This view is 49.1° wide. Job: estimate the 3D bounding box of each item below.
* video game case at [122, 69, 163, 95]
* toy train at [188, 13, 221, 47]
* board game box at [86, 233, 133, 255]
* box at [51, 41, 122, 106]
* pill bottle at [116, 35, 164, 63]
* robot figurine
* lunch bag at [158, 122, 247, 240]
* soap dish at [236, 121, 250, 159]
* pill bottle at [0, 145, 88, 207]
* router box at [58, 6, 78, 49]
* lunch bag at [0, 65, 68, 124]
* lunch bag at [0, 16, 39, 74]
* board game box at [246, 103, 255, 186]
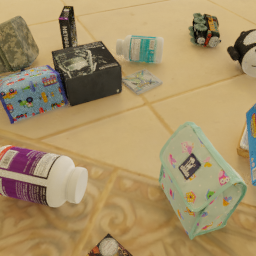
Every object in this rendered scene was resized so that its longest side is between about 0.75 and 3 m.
[{"bbox_3d":[0.585,-2.024,12.090,1.379,0.152,1.257,-27,51,-24],"label":"video game case"},{"bbox_3d":[4.045,-5.133,14.636,1.496,1.119,2.625,10,45,-3],"label":"toy train"},{"bbox_3d":[-0.711,3.784,6.040,1.698,0.434,2.507,33,54,28],"label":"board game box"},{"bbox_3d":[-1.693,-2.296,11.513,2.259,1.400,2.221,-18,49,-17],"label":"box"},{"bbox_3d":[0.546,-3.682,13.035,2.142,1.187,1.187,7,45,7],"label":"pill bottle"},{"bbox_3d":[5.640,-3.378,12.406,1.912,1.588,2.544,-32,37,28],"label":"robot figurine"},{"bbox_3d":[1.783,1.289,7.143,1.480,2.426,2.067,-15,48,-15],"label":"lunch bag"},{"bbox_3d":[4.294,0.476,9.257,1.164,0.601,1.479,20,48,19],"label":"soap dish"},{"bbox_3d":[-2.465,1.361,7.792,2.508,1.410,1.410,10,46,9],"label":"pill bottle"},{"bbox_3d":[-2.821,-4.572,13.368,0.500,1.959,1.461,1,45,0],"label":"router box"},{"bbox_3d":[-4.004,-1.764,11.169,2.228,1.392,2.960,-22,40,-17],"label":"lunch bag"},{"bbox_3d":[-5.439,-3.449,12.020,2.407,1.999,2.869,-20,30,2],"label":"lunch bag"},{"bbox_3d":[4.952,0.728,8.233,2.657,0.758,2.713,17,52,-4],"label":"board game box"}]
